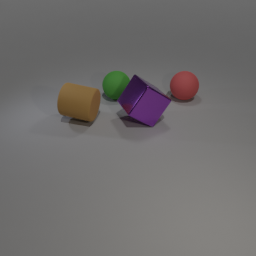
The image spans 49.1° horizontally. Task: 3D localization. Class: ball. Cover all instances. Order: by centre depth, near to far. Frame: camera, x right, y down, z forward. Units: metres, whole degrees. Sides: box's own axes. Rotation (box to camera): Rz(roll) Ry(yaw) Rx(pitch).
[{"bbox_3d":[2.750,-2.070,13.673,1.400,1.400,1.400,0,32,0],"label":"ball"},{"bbox_3d":[-0.557,-2.099,13.752,1.400,1.400,1.400,0,32,0],"label":"ball"}]

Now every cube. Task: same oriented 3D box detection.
[{"bbox_3d":[0.655,-1.141,11.733,1.400,1.400,1.400,25,17,-34],"label":"cube"}]

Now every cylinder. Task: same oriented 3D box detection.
[{"bbox_3d":[-2.025,-1.086,11.735,1.400,1.400,1.400,13,34,9],"label":"cylinder"}]
